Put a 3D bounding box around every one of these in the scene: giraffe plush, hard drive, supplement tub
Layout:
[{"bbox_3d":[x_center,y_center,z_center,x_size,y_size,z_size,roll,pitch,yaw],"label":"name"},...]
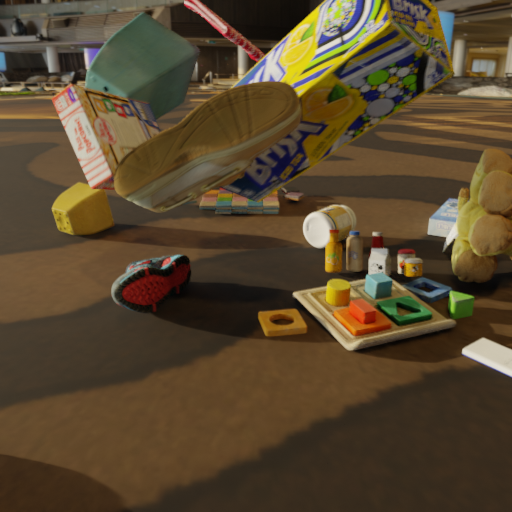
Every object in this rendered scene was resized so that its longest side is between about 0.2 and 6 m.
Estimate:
[{"bbox_3d":[4.641,-0.395,9.723,2.096,2.230,2.585,14,-13,8],"label":"giraffe plush"},{"bbox_3d":[3.140,1.315,7.209,0.508,0.098,0.770,-15,26,-35],"label":"hard drive"},{"bbox_3d":[1.516,-0.621,11.408,0.735,0.735,1.015,16,26,36],"label":"supplement tub"}]

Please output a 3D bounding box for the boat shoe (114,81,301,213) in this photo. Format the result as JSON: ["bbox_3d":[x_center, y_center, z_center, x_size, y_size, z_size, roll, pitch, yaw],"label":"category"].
[{"bbox_3d":[-0.630,-1.525,8.186,2.959,0.982,1.095,-21,58,17],"label":"boat shoe"}]

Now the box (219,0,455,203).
[{"bbox_3d":[0.802,-2.488,8.962,1.494,1.371,4.264,18,-33,-36],"label":"box"}]

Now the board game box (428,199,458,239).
[{"bbox_3d":[4.936,-0.750,12.202,1.889,0.410,1.880,11,25,28],"label":"board game box"}]

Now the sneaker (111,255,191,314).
[{"bbox_3d":[-1.786,0.443,8.902,0.858,0.713,1.797,1,10,25],"label":"sneaker"}]

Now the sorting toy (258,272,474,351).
[{"bbox_3d":[1.691,0.687,8.351,3.368,0.459,1.897,-9,23,-21],"label":"sorting toy"}]

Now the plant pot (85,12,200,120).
[{"bbox_3d":[-2.505,-3.678,11.681,1.508,1.507,2.133,34,50,2],"label":"plant pot"}]

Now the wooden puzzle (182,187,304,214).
[{"bbox_3d":[-0.371,-1.433,14.272,3.207,0.225,1.902,0,21,0],"label":"wooden puzzle"}]

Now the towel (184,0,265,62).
[{"bbox_3d":[-0.304,-4.503,11.938,2.489,0.280,1.800,18,27,-52],"label":"towel"}]

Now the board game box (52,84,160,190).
[{"bbox_3d":[-2.220,-1.896,9.318,0.480,1.569,2.071,-26,-5,23],"label":"board game box"}]

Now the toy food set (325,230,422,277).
[{"bbox_3d":[2.071,-0.078,9.653,1.679,0.755,0.801,2,5,35],"label":"toy food set"}]

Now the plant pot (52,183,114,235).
[{"bbox_3d":[-3.807,-0.934,12.081,0.919,0.926,0.947,15,36,34],"label":"plant pot"}]
